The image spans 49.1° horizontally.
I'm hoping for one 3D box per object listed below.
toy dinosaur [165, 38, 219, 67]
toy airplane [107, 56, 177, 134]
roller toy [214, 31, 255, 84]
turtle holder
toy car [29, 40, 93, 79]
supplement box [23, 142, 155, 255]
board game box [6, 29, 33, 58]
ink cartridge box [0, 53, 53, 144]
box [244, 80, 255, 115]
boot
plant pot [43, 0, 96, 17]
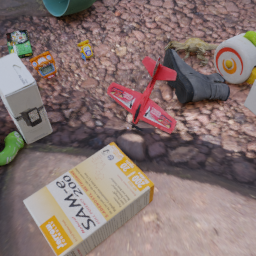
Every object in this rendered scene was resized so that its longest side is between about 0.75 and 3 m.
[{"bbox_3d":[3.088,-3.437,12.061,2.958,0.861,1.496,4,51,3],"label":"toy dinosaur"},{"bbox_3d":[0.565,-1.075,8.839,2.670,2.670,0.491,30,33,21],"label":"toy airplane"},{"bbox_3d":[4.291,-2.633,10.857,1.323,1.893,1.727,-27,18,-22],"label":"roller toy"},{"bbox_3d":[-4.723,0.252,8.405,2.653,2.015,1.884,-3,51,-1],"label":"turtle holder"},{"bbox_3d":[-2.439,-2.765,11.125,2.898,1.422,0.964,-29,99,-23],"label":"toy car"},{"bbox_3d":[-0.978,1.970,7.622,2.957,1.087,1.864,-34,58,-23],"label":"supplement box"},{"bbox_3d":[-4.970,-3.821,12.768,0.994,0.223,1.898,-14,53,-14],"label":"board game box"},{"bbox_3d":[-3.470,-0.910,9.075,0.994,2.385,1.732,-29,57,-21],"label":"ink cartridge box"},{"bbox_3d":[5.926,-1.233,9.979,2.776,1.353,1.726,-25,56,-17],"label":"box"},{"bbox_3d":[2.607,-2.023,11.025,1.940,1.028,2.947,-4,53,-15],"label":"boot"},{"bbox_3d":[-2.739,-7.062,13.854,2.205,2.748,2.748,-24,54,-38],"label":"plant pot"}]
